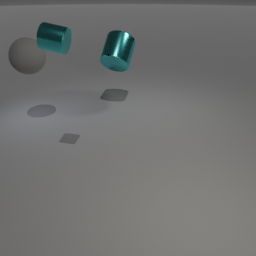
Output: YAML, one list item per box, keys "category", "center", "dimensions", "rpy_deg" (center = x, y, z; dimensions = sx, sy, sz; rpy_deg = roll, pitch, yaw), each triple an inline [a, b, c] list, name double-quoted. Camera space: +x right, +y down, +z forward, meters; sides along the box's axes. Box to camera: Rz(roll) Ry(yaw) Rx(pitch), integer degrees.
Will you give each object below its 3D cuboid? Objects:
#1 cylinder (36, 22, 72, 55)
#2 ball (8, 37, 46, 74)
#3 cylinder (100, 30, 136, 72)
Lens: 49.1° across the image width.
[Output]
- category: "cylinder"
  center: [-1.918, -2.337, 7.321]
  dimensions: [0.700, 0.700, 0.700]
  rpy_deg: [14, 29, 3]
- category: "ball"
  center: [-3.909, -2.798, 10.900]
  dimensions: [1.400, 1.400, 1.400]
  rpy_deg: [0, 27, 0]
- category: "cylinder"
  center: [-0.477, -3.586, 13.155]
  dimensions: [1.400, 1.400, 1.400]
  rpy_deg: [14, -15, 4]
